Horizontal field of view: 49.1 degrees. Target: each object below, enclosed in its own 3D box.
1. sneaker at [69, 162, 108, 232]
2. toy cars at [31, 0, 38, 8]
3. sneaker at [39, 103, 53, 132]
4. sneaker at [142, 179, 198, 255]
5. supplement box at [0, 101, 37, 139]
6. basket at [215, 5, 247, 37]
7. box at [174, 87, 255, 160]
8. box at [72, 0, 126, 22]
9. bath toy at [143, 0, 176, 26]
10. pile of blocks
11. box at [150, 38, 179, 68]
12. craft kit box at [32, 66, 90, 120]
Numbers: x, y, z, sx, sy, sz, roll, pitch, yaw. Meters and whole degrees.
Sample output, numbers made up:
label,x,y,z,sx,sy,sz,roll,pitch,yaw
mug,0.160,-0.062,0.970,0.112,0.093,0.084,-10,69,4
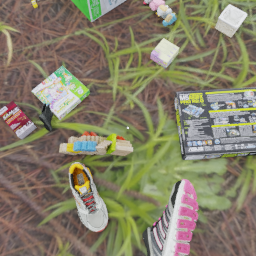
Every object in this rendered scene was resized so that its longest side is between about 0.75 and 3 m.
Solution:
label,x,y,z,sx,sy,sz,roll,pitch,yaw
sneaker,-1.302,2.070,8.473,0.866,0.914,2.224,-25,73,-8
toy cars,-3.768,-5.279,11.470,0.355,0.175,0.791,14,71,4
sneaker,-2.651,-0.342,9.345,0.293,0.975,0.509,17,57,25
sneaker,1.059,2.793,7.730,1.266,1.068,2.895,-2,67,43
supplement box,-3.800,-0.279,9.593,0.665,0.372,1.223,-43,75,-13
basket,3.957,-4.109,10.797,0.824,0.662,0.816,35,74,12
box,3.115,-0.167,9.418,2.842,0.629,2.276,-4,70,-2
box,-1.357,-6.260,11.140,2.615,1.433,2.964,-38,75,-12
bath toy,1.181,-4.776,11.069,0.633,0.745,1.713,-37,68,11
pile of blocks,-1.029,0.423,9.027,2.379,0.977,0.739,1,70,0
box,1.375,-2.789,10.469,0.724,0.398,0.823,35,73,12
craft kit box,-2.380,-1.271,9.979,1.452,0.357,1.470,43,76,11
